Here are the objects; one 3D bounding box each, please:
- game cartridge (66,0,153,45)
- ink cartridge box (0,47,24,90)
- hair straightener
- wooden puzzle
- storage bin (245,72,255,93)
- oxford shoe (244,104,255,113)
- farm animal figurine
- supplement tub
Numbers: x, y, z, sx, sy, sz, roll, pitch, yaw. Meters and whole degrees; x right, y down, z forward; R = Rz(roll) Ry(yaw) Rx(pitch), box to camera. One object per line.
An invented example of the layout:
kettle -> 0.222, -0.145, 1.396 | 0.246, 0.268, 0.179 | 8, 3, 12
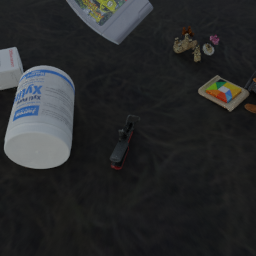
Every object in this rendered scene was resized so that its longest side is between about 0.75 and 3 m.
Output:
game cartridge -> -0.771, -3.879, 8.253 | 2.650, 0.542, 1.764 | 44, 97, -10
ink cartridge box -> -5.087, -2.170, 10.671 | 2.046, 0.866, 1.478 | -16, 52, -11
hair straightener -> -0.040, 0.277, 8.673 | 0.412, 0.776, 2.016 | 16, 52, 18
wooden puzzle -> 3.558, -1.357, 10.383 | 1.332, 0.268, 1.440 | -36, 59, -27
storage bin -> 5.275, -1.676, 9.508 | 1.605, 2.206, 1.481 | -24, 63, -23
oxford shoe -> 4.597, -0.691, 9.781 | 0.978, 0.348, 0.349 | 19, 54, 17
farm animal figurine -> 2.857, -3.447, 11.874 | 1.659, 0.834, 1.339 | 31, 75, 20
supplement tub -> -2.580, -0.388, 8.546 | 1.833, 1.833, 2.778 | -4, 49, -3
